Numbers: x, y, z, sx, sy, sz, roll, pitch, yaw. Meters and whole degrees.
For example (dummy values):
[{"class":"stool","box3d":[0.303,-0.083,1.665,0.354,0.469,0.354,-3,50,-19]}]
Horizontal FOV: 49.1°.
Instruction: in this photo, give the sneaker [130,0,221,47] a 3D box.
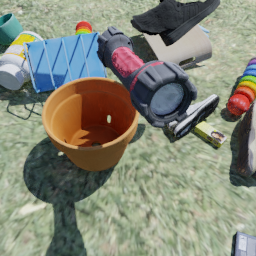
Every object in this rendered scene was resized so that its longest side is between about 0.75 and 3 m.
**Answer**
[{"class":"sneaker","box3d":[1.159,-2.794,6.682,2.102,0.631,1.097,-41,104,-4]}]

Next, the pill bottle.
[{"class":"pill bottle","box3d":[-3.800,-2.386,10.002,1.183,1.183,2.098,9,52,8]}]

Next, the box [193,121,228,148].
[{"class":"box","box3d":[2.504,0.165,8.552,0.980,0.246,0.369,37,59,26]}]

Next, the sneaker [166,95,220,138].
[{"class":"sneaker","box3d":[1.885,-0.623,8.714,1.833,0.692,1.055,-38,56,-5]}]

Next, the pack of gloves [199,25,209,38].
[{"class":"pack of gloves","box3d":[2.139,-4.138,12.002,2.017,0.474,2.401,-32,68,-23]}]

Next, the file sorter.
[{"class":"file sorter","box3d":[-1.976,-2.133,9.155,2.411,1.673,1.479,-12,16,-10]}]

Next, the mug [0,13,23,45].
[{"class":"mug","box3d":[-4.869,-4.004,11.394,1.167,0.878,1.420,-18,45,13]}]

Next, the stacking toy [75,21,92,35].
[{"class":"stacking toy","box3d":[-1.732,-3.416,11.057,1.090,1.090,2.553,-3,45,-3]}]

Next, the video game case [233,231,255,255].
[{"class":"video game case","box3d":[3.307,3.256,6.114,1.972,0.187,1.409,15,53,11]}]

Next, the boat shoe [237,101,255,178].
[{"class":"boat shoe","box3d":[3.776,0.349,8.094,0.920,0.935,2.510,18,62,2]}]

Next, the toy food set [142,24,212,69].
[{"class":"toy food set","box3d":[1.687,-3.525,11.065,2.104,0.886,2.933,-21,61,-7]}]

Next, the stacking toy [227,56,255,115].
[{"class":"stacking toy","box3d":[4.070,-1.391,9.385,1.043,1.043,2.444,31,62,22]}]

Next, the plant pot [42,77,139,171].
[{"class":"plant pot","box3d":[-0.934,0.057,7.691,2.455,1.719,2.455,0,51,0]}]

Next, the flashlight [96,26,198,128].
[{"class":"flashlight","box3d":[0.113,-1.105,4.963,0.937,0.940,2.767,-43,41,10]}]
